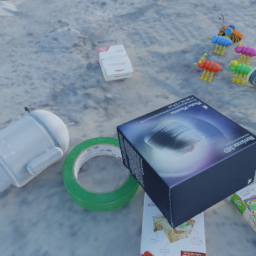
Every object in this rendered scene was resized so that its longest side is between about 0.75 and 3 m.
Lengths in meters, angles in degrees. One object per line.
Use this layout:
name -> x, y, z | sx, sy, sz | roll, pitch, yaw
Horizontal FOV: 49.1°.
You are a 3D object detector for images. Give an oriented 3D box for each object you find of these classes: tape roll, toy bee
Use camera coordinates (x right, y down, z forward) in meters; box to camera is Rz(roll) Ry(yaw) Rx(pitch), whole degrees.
tape roll -> -0.663, 1.147, 7.336 | 2.022, 0.486, 2.022 | 0, 50, -1
toy bee -> 4.140, -4.021, 11.694 | 0.869, 0.721, 1.327 | -20, 77, -26

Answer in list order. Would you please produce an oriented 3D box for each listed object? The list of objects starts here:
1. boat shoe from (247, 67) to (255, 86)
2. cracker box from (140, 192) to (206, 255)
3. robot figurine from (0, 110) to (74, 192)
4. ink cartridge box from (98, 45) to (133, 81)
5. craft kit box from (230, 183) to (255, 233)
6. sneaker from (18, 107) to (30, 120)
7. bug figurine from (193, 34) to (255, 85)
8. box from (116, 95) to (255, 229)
boat shoe -> 5.376, -1.731, 9.471 | 2.665, 0.970, 0.823 | -5, 46, -11
cracker box -> 1.008, 2.191, 6.381 | 1.350, 0.581, 2.016 | 4, 50, 4
robot figurine -> -2.583, 0.497, 7.253 | 2.149, 1.431, 2.534 | 26, 53, 37
ink cartridge box -> -0.465, -2.290, 10.192 | 0.986, 0.571, 1.693 | -11, 49, -9
craft kit box -> 3.956, 2.078, 6.570 | 2.142, 0.520, 2.116 | -20, 55, -16
sneaker -> -3.089, -0.295, 8.340 | 0.456, 0.792, 0.299 | -29, 69, -18
bug figurine -> 3.704, -2.673, 10.443 | 2.065, 0.685, 2.663 | 20, 52, 16
box -> 1.264, 0.566, 6.264 | 2.228, 1.373, 2.210 | -24, 41, -18
